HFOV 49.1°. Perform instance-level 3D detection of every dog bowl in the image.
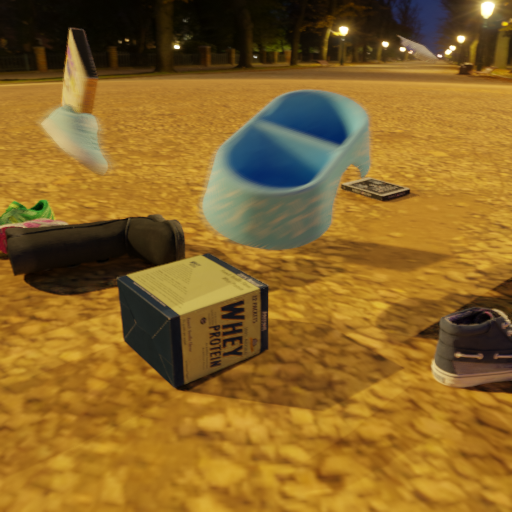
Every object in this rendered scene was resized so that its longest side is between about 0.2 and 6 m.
[{"bbox_3d":[0.656,-1.693,9.708,2.195,0.976,3.937,23,47,18],"label":"dog bowl"}]

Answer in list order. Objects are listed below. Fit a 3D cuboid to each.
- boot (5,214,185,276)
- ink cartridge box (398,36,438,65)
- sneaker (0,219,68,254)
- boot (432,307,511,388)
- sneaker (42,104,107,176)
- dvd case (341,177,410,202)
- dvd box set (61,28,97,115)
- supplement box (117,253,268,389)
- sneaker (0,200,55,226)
[{"bbox_3d":[-3.083,-0.168,10.627,3.040,0.998,2.506,-5,11,-24],"label":"boot"},{"bbox_3d":[3.353,-4.315,11.745,0.727,0.148,0.726,10,38,-26],"label":"ink cartridge box"},{"bbox_3d":[-4.696,-0.417,11.870,1.699,0.691,0.749,-1,20,-25],"label":"sneaker"},{"bbox_3d":[3.397,1.155,7.640,2.050,0.926,0.746,-8,24,-18],"label":"boot"},{"bbox_3d":[-3.405,-2.359,10.871,2.045,0.838,0.756,42,3,28],"label":"sneaker"},{"bbox_3d":[3.391,-1.910,15.989,1.188,0.195,1.581,-17,27,-34],"label":"dvd case"},{"bbox_3d":[-3.841,-3.500,12.057,0.312,2.121,1.552,-5,58,-28],"label":"dvd box set"},{"bbox_3d":[-0.918,0.849,8.176,1.606,1.079,1.608,-16,28,-34],"label":"supplement box"},{"bbox_3d":[-5.403,-0.743,12.281,0.778,0.877,2.099,14,27,28],"label":"sneaker"}]
